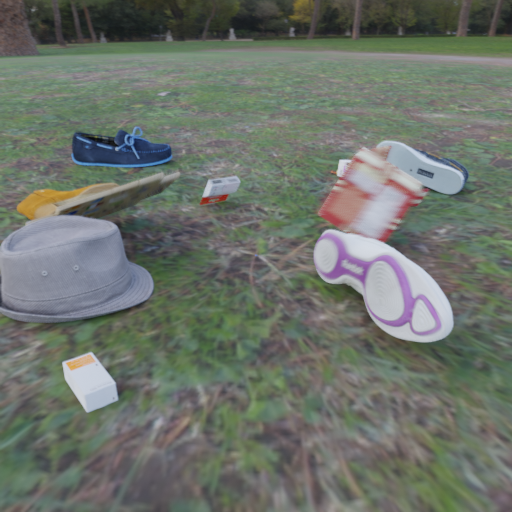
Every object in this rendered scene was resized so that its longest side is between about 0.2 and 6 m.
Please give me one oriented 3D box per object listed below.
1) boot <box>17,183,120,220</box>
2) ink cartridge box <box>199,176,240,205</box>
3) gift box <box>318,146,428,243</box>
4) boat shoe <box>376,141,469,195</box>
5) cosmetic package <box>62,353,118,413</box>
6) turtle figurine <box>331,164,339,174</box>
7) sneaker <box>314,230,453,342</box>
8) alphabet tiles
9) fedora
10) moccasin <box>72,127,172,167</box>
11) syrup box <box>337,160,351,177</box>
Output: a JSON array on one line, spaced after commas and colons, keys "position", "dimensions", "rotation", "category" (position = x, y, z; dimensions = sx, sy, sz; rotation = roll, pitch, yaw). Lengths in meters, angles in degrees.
[{"position": [-4.212, -1.305, 12.622], "dimensions": [1.446, 0.711, 2.020], "rotation": [23, 40, 39], "category": "boot"}, {"position": [-0.847, -1.443, 12.950], "dimensions": [0.741, 0.912, 0.260], "rotation": [-13, 59, -29], "category": "ink cartridge box"}, {"position": [2.325, -1.183, 10.776], "dimensions": [1.562, 1.692, 1.580], "rotation": [38, 21, 4], "category": "gift box"}, {"position": [4.280, -2.308, 14.496], "dimensions": [2.391, 0.846, 1.085], "rotation": [30, 30, 20], "category": "boat shoe"}, {"position": [-2.105, 1.582, 7.073], "dimensions": [0.407, 0.286, 0.803], "rotation": [-18, 31, -33], "category": "cosmetic package"}, {"position": [2.629, -2.485, 15.572], "dimensions": [0.846, 0.338, 1.049], "rotation": [20, 34, 35], "category": "turtle figurine"}, {"position": [2.128, 0.324, 8.606], "dimensions": [1.452, 1.092, 2.916], "rotation": [5, 22, -28], "category": "sneaker"}, {"position": [-3.010, -0.976, 10.912], "dimensions": [2.985, 0.095, 2.484], "rotation": [-24, 3, -25], "category": "alphabet tiles"}, {"position": [-3.067, 0.070, 9.212], "dimensions": [2.628, 1.187, 2.324], "rotation": [-6, 26, -12], "category": "fedora"}, {"position": [-3.928, -3.146, 16.216], "dimensions": [2.911, 0.993, 1.171], "rotation": [-2, 25, -4], "category": "moccasin"}, {"position": [2.720, -2.222, 14.858], "dimensions": [0.453, 0.438, 1.113], "rotation": [-12, 27, -41], "category": "syrup box"}]
